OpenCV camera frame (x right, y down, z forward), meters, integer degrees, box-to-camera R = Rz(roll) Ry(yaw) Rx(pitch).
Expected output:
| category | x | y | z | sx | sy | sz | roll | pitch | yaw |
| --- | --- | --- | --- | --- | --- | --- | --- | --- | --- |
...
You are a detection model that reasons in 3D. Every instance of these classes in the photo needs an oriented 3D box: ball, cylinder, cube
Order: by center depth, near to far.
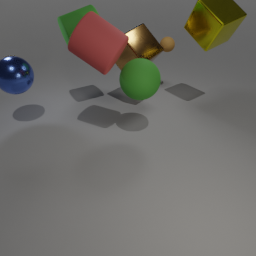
| category | x | y | z | sx | sy | sz | roll | pitch | yaw |
| --- | --- | --- | --- | --- | --- | --- | --- | --- | --- |
| cylinder | -0.912 | -2.617 | 8.718 | 1.400 | 1.400 | 1.400 | 34 | 35 | -4 |
| ball | 0.408 | -1.646 | 9.501 | 1.400 | 1.400 | 1.400 | 0 | 32 | 0 |
| ball | -4.216 | -1.947 | 10.385 | 1.400 | 1.400 | 1.400 | 0 | 32 | 0 |
| cube | 3.287 | -4.075 | 10.695 | 1.400 | 1.400 | 1.400 | -29 | 74 | -25 |
| cylinder | -1.794 | -3.825 | 10.830 | 1.400 | 1.400 | 1.400 | -26 | 38 | -11 |
| cube | 0.318 | -3.164 | 11.640 | 1.400 | 1.400 | 1.400 | -40 | 93 | -32 |
| ball | 1.843 | -3.915 | 13.126 | 0.700 | 0.700 | 0.700 | 0 | 32 | 0 |
